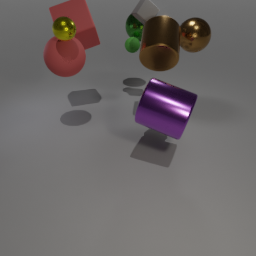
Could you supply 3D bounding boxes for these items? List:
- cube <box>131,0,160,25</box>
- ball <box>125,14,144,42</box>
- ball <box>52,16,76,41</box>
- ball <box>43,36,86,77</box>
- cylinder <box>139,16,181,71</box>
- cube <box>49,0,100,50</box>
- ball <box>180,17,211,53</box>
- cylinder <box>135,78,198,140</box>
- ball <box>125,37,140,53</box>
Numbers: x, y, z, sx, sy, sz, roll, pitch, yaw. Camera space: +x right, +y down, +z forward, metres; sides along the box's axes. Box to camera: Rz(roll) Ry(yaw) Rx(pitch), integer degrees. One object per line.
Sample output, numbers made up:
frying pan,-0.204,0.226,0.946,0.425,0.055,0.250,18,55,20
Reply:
cube,0.683,-4.591,11.054,0.700,0.700,0.700,32,7,-26
ball,0.572,-4.824,13.262,1.400,1.400,1.400,0,29,0
ball,-1.886,-2.932,8.301,0.700,0.700,0.700,0,29,0
ball,-2.132,-2.432,9.464,1.400,1.400,1.400,0,29,0
cylinder,1.157,-3.004,10.050,1.400,1.400,1.400,4,63,7
cube,-2.042,-3.956,10.957,1.400,1.400,1.400,-20,-11,-1
ball,2.755,-3.872,11.702,1.400,1.400,1.400,0,29,0
cylinder,1.091,-0.552,8.067,1.400,1.400,1.400,23,34,9
ball,0.200,-3.793,12.802,0.700,0.700,0.700,0,29,0
